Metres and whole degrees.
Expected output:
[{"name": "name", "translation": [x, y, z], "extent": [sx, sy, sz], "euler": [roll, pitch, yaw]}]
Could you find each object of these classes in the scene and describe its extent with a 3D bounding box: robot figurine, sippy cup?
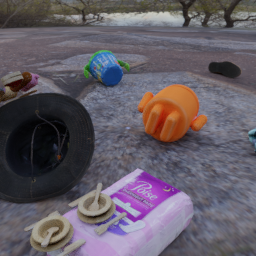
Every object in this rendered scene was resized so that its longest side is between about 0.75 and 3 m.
[{"name": "robot figurine", "translation": [1.237, -0.481, 7.961], "extent": [1.659, 1.345, 2.307], "euler": [-13, 15, 31]}, {"name": "sippy cup", "translation": [-0.946, -2.654, 12.902], "extent": [1.906, 1.497, 1.397], "euler": [-40, 41, 3]}]

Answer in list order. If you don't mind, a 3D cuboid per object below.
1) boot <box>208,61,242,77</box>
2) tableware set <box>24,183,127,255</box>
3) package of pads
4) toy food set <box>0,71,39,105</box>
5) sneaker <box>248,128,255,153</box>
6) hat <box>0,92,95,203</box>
[{"name": "boot", "translation": [5.215, -3.094, 14.631], "extent": [0.782, 0.763, 2.073], "euler": [-1, 20, -28]}, {"name": "tableware set", "translation": [-0.707, 1.175, 3.720], "extent": [1.220, 0.244, 0.806], "euler": [-23, 30, -35]}, {"name": "package of pads", "translation": [-0.069, 1.498, 4.241], "extent": [1.249, 0.784, 2.072], "euler": [24, 33, 37]}, {"name": "toy food set", "translation": [-2.656, -0.975, 6.404], "extent": [1.283, 0.318, 2.018], "euler": [-27, 3, -13]}, {"name": "sneaker", "translation": [3.528, 0.514, 6.716], "extent": [0.878, 0.790, 2.035], "euler": [-12, 18, 7]}, {"name": "hat", "translation": [-1.802, 0.431, 6.027], "extent": [2.503, 2.503, 1.010], "euler": [5, -14, 11]}]
